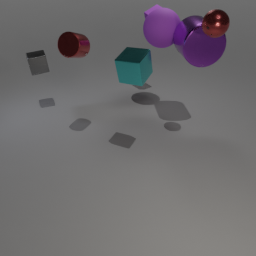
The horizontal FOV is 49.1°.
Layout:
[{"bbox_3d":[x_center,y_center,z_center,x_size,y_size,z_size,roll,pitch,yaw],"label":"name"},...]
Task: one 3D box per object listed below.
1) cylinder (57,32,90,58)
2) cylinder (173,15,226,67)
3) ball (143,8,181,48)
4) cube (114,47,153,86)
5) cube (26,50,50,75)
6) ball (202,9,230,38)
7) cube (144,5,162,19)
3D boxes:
[{"bbox_3d":[-1.541,-2.369,8.031,0.700,0.700,0.700,9,16,16],"label":"cylinder"},{"bbox_3d":[2.351,-2.914,9.363,1.400,1.400,1.400,-3,31,-4],"label":"cylinder"},{"bbox_3d":[1.259,-3.677,10.331,1.400,1.400,1.400,0,30,0],"label":"ball"},{"bbox_3d":[0.164,-1.602,7.272,0.700,0.700,0.700,13,48,26],"label":"cube"},{"bbox_3d":[-3.580,-2.600,11.117,0.700,0.700,0.700,-16,38,-14],"label":"cube"},{"bbox_3d":[2.268,-2.701,7.261,0.700,0.700,0.700,0,30,0],"label":"ball"},{"bbox_3d":[1.188,-4.554,11.662,0.700,0.700,0.700,-35,55,-9],"label":"cube"}]
